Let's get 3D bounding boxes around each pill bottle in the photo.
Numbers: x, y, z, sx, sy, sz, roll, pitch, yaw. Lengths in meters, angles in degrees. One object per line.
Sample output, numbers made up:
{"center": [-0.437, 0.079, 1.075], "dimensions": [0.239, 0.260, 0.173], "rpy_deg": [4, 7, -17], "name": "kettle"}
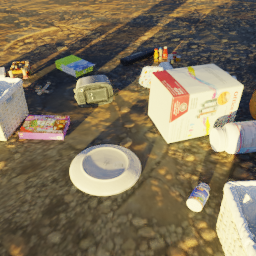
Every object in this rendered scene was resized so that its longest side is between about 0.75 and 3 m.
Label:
{"center": [3.792, 0.313, 9.314], "dimensions": [1.917, 1.042, 1.042], "rpy_deg": [-5, 37, -5], "name": "pill bottle"}
{"center": [1.971, 1.882, 7.728], "dimensions": [0.439, 0.439, 0.784], "rpy_deg": [22, 42, 26], "name": "pill bottle"}

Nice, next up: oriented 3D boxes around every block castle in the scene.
{"center": [-5.299, -2.799, 13.859], "dimensions": [0.878, 0.616, 1.314], "rpy_deg": [-8, 35, -5], "name": "block castle"}

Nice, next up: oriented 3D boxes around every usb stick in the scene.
{"center": [0.562, -3.981, 15.604], "dimensions": [2.335, 0.381, 0.647], "rpy_deg": [-29, 46, -33], "name": "usb stick"}

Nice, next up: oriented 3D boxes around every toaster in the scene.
{"center": [-1.372, -1.625, 11.898], "dimensions": [1.824, 1.036, 1.178], "rpy_deg": [-12, 36, -6], "name": "toaster"}

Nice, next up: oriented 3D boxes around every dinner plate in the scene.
{"center": [-0.709, 1.180, 8.840], "dimensions": [2.265, 0.274, 2.265], "rpy_deg": [1, 38, -1], "name": "dinner plate"}

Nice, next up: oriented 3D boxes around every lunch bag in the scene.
{"center": [1.121, -2.277, 12.452], "dimensions": [1.233, 0.988, 0.466], "rpy_deg": [14, -7, 41], "name": "lunch bag"}

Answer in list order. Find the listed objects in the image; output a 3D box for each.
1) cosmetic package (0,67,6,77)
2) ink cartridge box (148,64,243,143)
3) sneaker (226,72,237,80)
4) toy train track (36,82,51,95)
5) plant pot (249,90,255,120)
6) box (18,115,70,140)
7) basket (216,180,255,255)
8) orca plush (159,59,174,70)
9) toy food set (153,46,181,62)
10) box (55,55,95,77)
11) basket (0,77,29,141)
{"center": [-6.723, -2.595, 13.800], "dimensions": [1.255, 0.324, 0.946], "rpy_deg": [-11, 36, -14], "name": "cosmetic package"}
{"center": [2.363, -0.971, 10.251], "dimensions": [2.689, 1.954, 1.945], "rpy_deg": [-12, 38, -15], "name": "ink cartridge box"}
{"center": [4.668, -2.254, 13.300], "dimensions": [0.633, 0.496, 1.274], "rpy_deg": [-14, 30, -8], "name": "sneaker"}
{"center": [-3.886, -1.887, 12.977], "dimensions": [0.658, 0.187, 1.148], "rpy_deg": [7, 37, 9], "name": "toy train track"}
{"center": [5.639, -0.666, 9.765], "dimensions": [2.441, 2.441, 2.235], "rpy_deg": [-14, 24, -18], "name": "plant pot"}
{"center": [-3.068, -0.041, 10.389], "dimensions": [1.618, 0.316, 1.107], "rpy_deg": [1, 37, 2], "name": "box"}
{"center": [3.204, 2.422, 5.915], "dimensions": [2.170, 1.745, 2.151], "rpy_deg": [0, 37, -2], "name": "basket"}
{"center": [2.048, -2.396, 13.012], "dimensions": [0.925, 1.369, 2.602], "rpy_deg": [32, 5, -19], "name": "orca plush"}
{"center": [2.175, -4.110, 15.519], "dimensions": [1.525, 0.686, 0.728], "rpy_deg": [1, 37, 2], "name": "toy food set"}
{"center": [-2.724, -3.207, 14.506], "dimensions": [1.889, 0.450, 1.152], "rpy_deg": [28, 45, 32], "name": "box"}
{"center": [-5.080, -0.775, 10.280], "dimensions": [2.026, 1.630, 2.008], "rpy_deg": [7, 37, 8], "name": "basket"}
